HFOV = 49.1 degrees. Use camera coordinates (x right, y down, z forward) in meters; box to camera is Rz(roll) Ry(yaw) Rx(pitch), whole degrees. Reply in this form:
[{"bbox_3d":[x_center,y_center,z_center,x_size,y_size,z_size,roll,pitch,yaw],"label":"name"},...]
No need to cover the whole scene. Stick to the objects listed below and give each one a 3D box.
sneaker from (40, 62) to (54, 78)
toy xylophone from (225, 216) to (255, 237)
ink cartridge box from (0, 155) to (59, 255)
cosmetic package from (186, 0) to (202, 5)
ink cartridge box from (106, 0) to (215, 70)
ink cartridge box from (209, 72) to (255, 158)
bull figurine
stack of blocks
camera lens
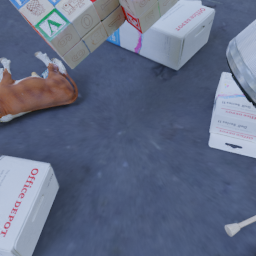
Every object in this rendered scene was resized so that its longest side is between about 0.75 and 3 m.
[{"bbox_3d":[-2.339,-1.587,8.260,0.487,0.438,1.129,-5,49,0],"label":"sneaker"},{"bbox_3d":[2.705,2.274,4.807,2.349,0.590,1.720,-13,50,-11],"label":"toy xylophone"},{"bbox_3d":[-2.725,1.399,5.296,2.298,0.987,1.682,10,51,7],"label":"ink cartridge box"},{"bbox_3d":[2.394,-4.215,10.448,0.692,0.546,1.286,2,51,5],"label":"cosmetic package"},{"bbox_3d":[0.998,-3.371,9.240,2.960,1.253,2.139,29,55,25],"label":"ink cartridge box"},{"bbox_3d":[2.802,-0.397,7.024,1.256,0.722,2.145,13,51,11],"label":"ink cartridge box"},{"bbox_3d":[-2.727,-1.009,7.308,2.711,0.883,1.646,-12,81,-19],"label":"bull figurine"},{"bbox_3d":[-0.231,-2.413,4.628,2.994,0.877,1.724,-42,69,-3],"label":"stack of blocks"},{"bbox_3d":[3.017,-1.350,4.639,1.859,2.324,1.859,25,45,-27],"label":"camera lens"}]
